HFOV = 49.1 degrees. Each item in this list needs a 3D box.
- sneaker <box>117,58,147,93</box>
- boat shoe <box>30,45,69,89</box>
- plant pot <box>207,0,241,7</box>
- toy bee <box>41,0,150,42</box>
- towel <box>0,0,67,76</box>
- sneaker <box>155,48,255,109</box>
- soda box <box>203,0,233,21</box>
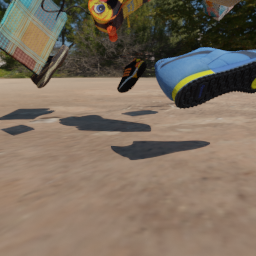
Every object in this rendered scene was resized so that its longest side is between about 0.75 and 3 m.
[{"bbox_3d":[0.016,-1.296,6.886,0.442,0.982,0.343,36,-6,33],"label":"sneaker"},{"bbox_3d":[-2.472,-1.975,8.689,0.585,1.595,0.594,38,5,-9],"label":"boat shoe"},{"bbox_3d":[1.284,-2.866,4.519,1.763,1.652,1.652,33,7,-12],"label":"plant pot"},{"bbox_3d":[-0.265,-2.498,5.805,2.515,1.367,1.646,-31,-15,20],"label":"toy bee"},{"bbox_3d":[-2.541,-2.698,7.521,0.230,2.121,1.556,3,-23,38],"label":"towel"},{"bbox_3d":[1.516,-0.982,4.365,2.299,0.758,0.902,-13,52,-17],"label":"sneaker"},{"bbox_3d":[2.179,-3.448,6.656,0.563,0.606,1.772,44,-4,25],"label":"soda box"}]
